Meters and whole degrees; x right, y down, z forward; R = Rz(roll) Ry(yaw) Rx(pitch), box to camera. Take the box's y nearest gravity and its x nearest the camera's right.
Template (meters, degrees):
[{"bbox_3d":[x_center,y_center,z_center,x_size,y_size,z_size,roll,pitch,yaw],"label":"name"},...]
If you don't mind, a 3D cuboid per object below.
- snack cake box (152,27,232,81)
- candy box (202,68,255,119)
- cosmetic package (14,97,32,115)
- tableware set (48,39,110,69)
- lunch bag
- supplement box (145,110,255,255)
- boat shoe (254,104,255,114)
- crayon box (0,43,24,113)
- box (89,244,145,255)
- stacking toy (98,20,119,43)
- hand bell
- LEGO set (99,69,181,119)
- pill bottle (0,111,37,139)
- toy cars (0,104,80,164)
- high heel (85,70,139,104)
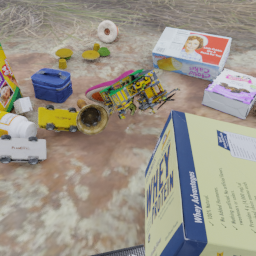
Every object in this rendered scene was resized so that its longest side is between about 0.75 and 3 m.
[{"bbox_3d":[2.517,-2.989,11.212,2.721,0.914,1.565,18,63,21],"label":"snack cake box"},{"bbox_3d":[3.656,-1.240,9.701,1.515,0.646,1.807,24,46,26],"label":"candy box"},{"bbox_3d":[-3.319,-0.687,8.825,0.324,0.445,0.875,-17,5,-32],"label":"cosmetic package"},{"bbox_3d":[-2.068,-3.201,12.297,2.472,0.379,1.665,-32,52,-33],"label":"tableware set"},{"bbox_3d":[-2.629,-1.551,9.850,1.408,0.931,0.956,11,42,14],"label":"lunch bag"},{"bbox_3d":[1.874,1.444,5.117,2.784,1.871,2.787,12,39,-6],"label":"supplement box"},{"bbox_3d":[4.920,-0.275,8.587,2.125,0.768,0.769,27,56,36],"label":"boat shoe"},{"bbox_3d":[-4.417,-1.368,8.332,0.744,2.554,2.203,4,40,17],"label":"crayon box"},{"bbox_3d":[-0.491,3.424,4.204,2.287,0.632,2.855,-8,41,-9],"label":"box"},{"bbox_3d":[-0.778,-4.785,13.896,1.027,1.027,1.405,15,24,17],"label":"stacking toy"},{"bbox_3d":[-1.262,-0.550,8.437,0.916,0.916,1.760,-14,27,-16],"label":"hand bell"},{"bbox_3d":[0.250,-0.764,8.082,1.801,1.357,2.343,-34,16,-15],"label":"LEGO set"},{"bbox_3d":[-3.402,-0.026,8.176,1.390,0.772,0.772,14,42,16],"label":"pill bottle"},{"bbox_3d":[-2.491,0.222,7.965,1.283,0.634,2.863,48,53,-1],"label":"toy cars"},{"bbox_3d":[-0.532,-1.535,9.914,2.422,0.817,1.164,-9,49,-33],"label":"high heel"}]
